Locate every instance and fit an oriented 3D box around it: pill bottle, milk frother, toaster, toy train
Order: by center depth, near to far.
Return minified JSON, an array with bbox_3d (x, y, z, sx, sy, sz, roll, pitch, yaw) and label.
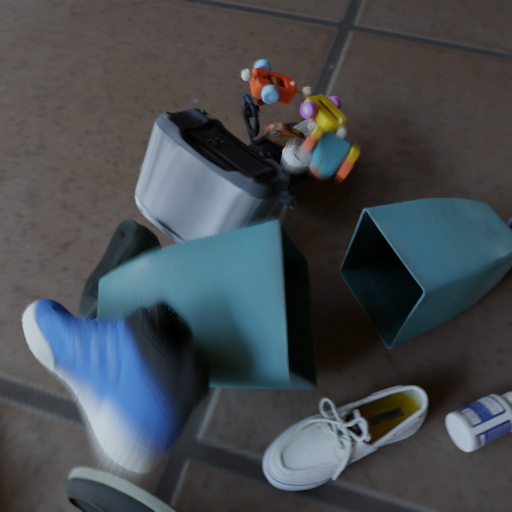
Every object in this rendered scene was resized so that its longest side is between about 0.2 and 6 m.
[{"bbox_3d":[3.558,2.515,8.614,1.108,0.615,0.615,-19,57,-13],"label":"pill bottle"},{"bbox_3d":[-0.779,-1.167,10.097,2.935,1.895,1.668,37,30,10],"label":"toaster"},{"bbox_3d":[0.769,-2.395,10.465,2.089,0.774,2.782,3,53,-27],"label":"toy train"},{"bbox_3d":[0.674,-2.535,11.394,1.776,1.888,1.704,-34,59,-22],"label":"milk frother"}]

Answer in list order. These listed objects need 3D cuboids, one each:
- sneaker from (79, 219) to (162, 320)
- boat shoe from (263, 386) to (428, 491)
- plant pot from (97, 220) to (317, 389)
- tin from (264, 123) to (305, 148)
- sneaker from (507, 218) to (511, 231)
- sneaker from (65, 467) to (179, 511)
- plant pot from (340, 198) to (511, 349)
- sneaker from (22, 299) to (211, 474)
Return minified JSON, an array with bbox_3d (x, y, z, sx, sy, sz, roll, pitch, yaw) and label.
[{"bbox_3d":[-2.272,0.384,9.793,0.726,1.087,1.898,28,88,47],"label":"sneaker"},{"bbox_3d":[1.375,2.581,8.240,2.692,1.148,0.995,-16,57,-11],"label":"boat shoe"},{"bbox_3d":[-0.781,0.996,8.592,3.003,2.121,2.123,-8,71,14],"label":"plant pot"},{"bbox_3d":[0.547,-2.257,10.556,0.515,0.919,0.192,-16,69,39],"label":"tin"},{"bbox_3d":[5.450,-0.629,10.630,1.147,0.952,2.402,24,58,18],"label":"sneaker"},{"bbox_3d":[-1.506,4.084,7.158,3.115,1.165,1.655,25,56,15],"label":"sneaker"},{"bbox_3d":[3.119,0.091,9.705,2.518,1.779,1.780,-16,56,-20],"label":"plant pot"},{"bbox_3d":[-1.766,1.120,7.314,1.688,1.165,3.034,-50,53,-1],"label":"sneaker"}]
